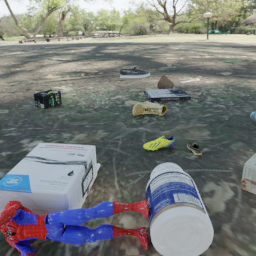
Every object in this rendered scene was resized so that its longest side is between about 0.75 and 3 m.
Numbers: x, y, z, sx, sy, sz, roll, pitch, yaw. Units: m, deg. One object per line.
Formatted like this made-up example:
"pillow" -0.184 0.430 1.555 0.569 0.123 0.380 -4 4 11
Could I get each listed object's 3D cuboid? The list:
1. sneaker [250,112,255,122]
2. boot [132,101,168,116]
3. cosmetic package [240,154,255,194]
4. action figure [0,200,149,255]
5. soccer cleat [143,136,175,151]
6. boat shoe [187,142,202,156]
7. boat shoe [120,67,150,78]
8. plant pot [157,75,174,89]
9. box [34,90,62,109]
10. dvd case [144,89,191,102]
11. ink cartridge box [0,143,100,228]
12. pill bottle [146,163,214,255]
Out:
"sneaker" 5.565 -0.585 10.865 1.819 0.706 0.785 -9 20 -22
"boot" 0.915 -0.748 11.578 1.039 0.487 1.337 16 23 35
"cosmetic package" 3.489 1.213 6.241 1.617 0.706 0.836 19 28 41
"action figure" -1.131 1.753 4.457 2.960 0.966 1.465 0 11 0
"soccer cleat" 0.952 0.440 8.584 1.029 0.430 0.333 -6 22 -15
"boat shoe" 2.026 0.569 8.489 0.294 0.260 0.803 -5 22 -13
"boat shoe" 0.479 -3.794 18.979 2.104 0.713 0.755 -3 22 -8
"plant pot" 2.138 -2.424 15.548 0.732 0.839 0.839 28 31 19
"box" -3.664 -1.332 12.844 0.742 0.621 0.999 16 27 35
"dvd case" 1.962 -1.694 14.269 2.033 0.251 1.528 -3 22 -8
"ink cartridge box" -1.620 1.054 6.407 1.504 0.879 2.593 3 22 7
"pill bottle" 0.861 1.414 5.280 1.020 1.020 1.838 0 21 0
